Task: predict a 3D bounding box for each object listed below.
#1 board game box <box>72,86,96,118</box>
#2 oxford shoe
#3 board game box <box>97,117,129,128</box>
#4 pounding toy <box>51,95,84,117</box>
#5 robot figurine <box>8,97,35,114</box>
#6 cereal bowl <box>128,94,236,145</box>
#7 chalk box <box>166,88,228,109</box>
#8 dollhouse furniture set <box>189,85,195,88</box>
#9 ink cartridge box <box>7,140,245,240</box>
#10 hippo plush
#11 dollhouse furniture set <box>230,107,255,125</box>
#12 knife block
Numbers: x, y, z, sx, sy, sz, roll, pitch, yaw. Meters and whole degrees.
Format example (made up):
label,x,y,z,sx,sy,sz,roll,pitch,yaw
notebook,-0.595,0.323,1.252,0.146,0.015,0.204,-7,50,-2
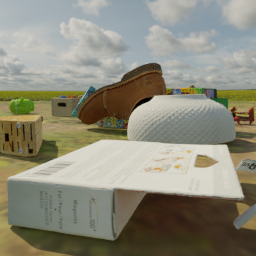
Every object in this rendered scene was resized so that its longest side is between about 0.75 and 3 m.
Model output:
label,x,y,z,sx,sy,sz,roll,pitch,yaw
board game box,-1.523,-0.902,9.656,0.230,0.979,0.739,34,45,-12
oxford shoe,-0.260,-0.558,7.054,2.766,0.986,0.987,-26,-17,35
board game box,-0.251,-0.340,8.248,1.167,0.601,0.612,3,7,21
pounding toy,-2.368,-1.133,12.721,1.608,1.143,1.480,4,8,30
robot figurine,-5.388,-1.083,14.130,1.246,0.721,1.093,-4,-15,-25
cereal bowl,1.058,-0.227,5.799,2.191,0.912,2.191,-3,6,0
chalk box,1.681,-0.499,7.375,1.797,1.121,1.114,3,7,34
dollhouse furniture set,2.095,-0.692,9.520,1.195,1.208,0.622,-34,-3,20
ink cartridge box,0.131,0.435,2.558,1.542,0.387,1.777,3,7,16
hippo plush,1.429,0.267,1.768,1.128,0.899,0.907,-3,6,-27
dollhouse furniture set,3.379,-0.253,8.671,0.643,0.486,1.196,7,27,43
knife block,-1.776,0.046,5.108,1.703,0.545,1.495,3,9,32
